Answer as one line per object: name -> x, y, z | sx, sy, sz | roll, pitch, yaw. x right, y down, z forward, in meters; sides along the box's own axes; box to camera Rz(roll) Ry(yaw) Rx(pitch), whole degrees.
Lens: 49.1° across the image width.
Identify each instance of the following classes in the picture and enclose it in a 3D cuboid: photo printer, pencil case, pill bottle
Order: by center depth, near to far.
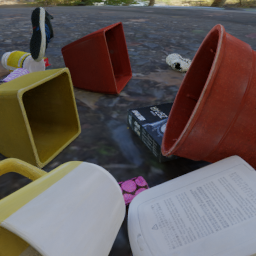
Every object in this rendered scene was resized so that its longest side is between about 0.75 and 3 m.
photo printer -> 1.167, 1.505, 4.275 | 2.310, 0.802, 1.922 | -21, 30, -4
pencil case -> -0.136, 1.309, 5.343 | 1.205, 0.547, 0.565 | -15, 1, -25
pencil case -> -4.351, -1.709, 10.679 | 0.788, 0.774, 1.844 | -7, 26, 8
pill bottle -> -4.687, -2.817, 12.370 | 1.940, 1.080, 1.080 | 19, 34, 31

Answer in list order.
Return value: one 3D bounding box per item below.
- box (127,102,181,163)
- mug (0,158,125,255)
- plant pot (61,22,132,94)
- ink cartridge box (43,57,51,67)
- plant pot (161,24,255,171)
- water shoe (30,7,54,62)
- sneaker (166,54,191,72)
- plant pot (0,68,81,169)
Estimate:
box -> 1.193, -0.006, 7.789 | 1.799, 0.489, 2.246 | -10, 30, -18
mug -> -1.026, 1.188, 3.914 | 1.722, 2.150, 1.765 | -31, 8, 37
plant pot -> -1.262, -2.723, 11.196 | 2.044, 2.318, 2.320 | -3, 26, 18
ink cartridge box -> -4.368, -3.280, 13.995 | 0.716, 0.342, 0.816 | 12, 30, 20
plant pot -> 2.485, -0.245, 5.795 | 2.740, 2.817, 2.817 | 22, 30, -1
water shoe -> -2.923, -3.236, 9.847 | 0.715, 1.999, 0.789 | -7, -11, 35
sneaker -> 2.321, -3.120, 13.468 | 0.709, 0.658, 1.750 | -23, 34, -21
plant pot -> -2.659, -0.360, 7.128 | 1.968, 1.911, 1.924 | 4, 28, 21
